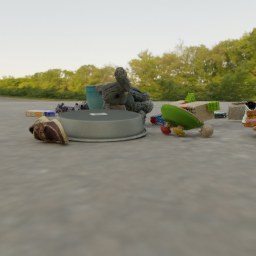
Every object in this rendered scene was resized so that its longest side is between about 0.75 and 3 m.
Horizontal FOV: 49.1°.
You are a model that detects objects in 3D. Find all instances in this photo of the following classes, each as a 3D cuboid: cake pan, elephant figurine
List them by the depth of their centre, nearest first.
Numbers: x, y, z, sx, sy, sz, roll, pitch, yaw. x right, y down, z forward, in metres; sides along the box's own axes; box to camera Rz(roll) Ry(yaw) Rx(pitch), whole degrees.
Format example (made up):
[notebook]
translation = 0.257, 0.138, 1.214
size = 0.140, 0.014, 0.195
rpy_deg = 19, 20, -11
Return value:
[cake pan]
translation = -0.793, -0.147, 7.813
size = 2.666, 0.489, 2.666
rpy_deg = 1, 11, 0
[elephant figurine]
translation = -0.380, -1.056, 9.791
size = 2.413, 1.872, 1.708
rpy_deg = 22, 9, -48

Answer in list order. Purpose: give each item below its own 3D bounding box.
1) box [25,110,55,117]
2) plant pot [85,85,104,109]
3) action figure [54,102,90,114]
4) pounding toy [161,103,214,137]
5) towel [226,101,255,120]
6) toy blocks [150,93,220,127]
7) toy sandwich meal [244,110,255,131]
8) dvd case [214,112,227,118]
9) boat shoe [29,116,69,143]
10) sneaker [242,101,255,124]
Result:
[box]
translation = -4.583, -0.771, 14.861
size = 1.470, 0.305, 0.875
rpy_deg = 6, 9, 26
[plant pot]
translation = -1.279, -1.293, 13.806
size = 1.662, 1.561, 1.662
rpy_deg = 0, 7, 0
[action figure]
translation = -3.091, -1.069, 15.456
size = 2.261, 0.784, 1.471
rpy_deg = 1, 12, 36
[pounding toy]
translation = 1.450, -0.021, 7.663
size = 1.484, 0.689, 1.145
rpy_deg = 29, -7, -4
[towel]
translation = 4.926, -0.679, 11.481
size = 1.647, 0.284, 1.091
rpy_deg = 3, -29, 13
[toy blocks]
translation = 1.856, -0.513, 10.082
size = 1.619, 1.184, 2.369
rpy_deg = -16, 13, -26
[toy sandwich meal]
translation = 3.997, -0.282, 7.044
size = 1.962, 0.672, 1.962
rpy_deg = -6, -9, -1
[dvd case]
translation = 3.298, -0.663, 13.946
size = 2.571, 0.283, 1.877
rpy_deg = -1, 7, -14
[boat shoe]
translation = -1.916, 0.115, 6.565
size = 0.591, 0.592, 1.642
rpy_deg = -31, 29, -27
[sneaker]
translation = 4.619, -0.562, 10.445
size = 0.581, 0.885, 1.538
rpy_deg = 2, 7, 17
